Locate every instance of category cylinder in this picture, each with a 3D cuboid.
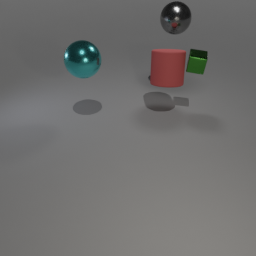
[{"bbox_3d":[1.648,-2.504,11.627,1.400,1.400,1.400,1,20,0],"label":"cylinder"}]

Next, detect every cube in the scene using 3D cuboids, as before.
[{"bbox_3d":[2.771,-2.672,11.271,0.700,0.700,0.700,11,44,7],"label":"cube"}]

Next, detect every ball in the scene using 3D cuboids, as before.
[{"bbox_3d":[-1.691,-2.555,10.476,1.400,1.400,1.400,0,32,0],"label":"ball"},{"bbox_3d":[2.144,-4.932,12.586,1.400,1.400,1.400,0,32,0],"label":"ball"}]
